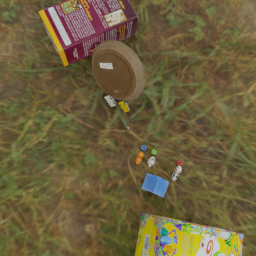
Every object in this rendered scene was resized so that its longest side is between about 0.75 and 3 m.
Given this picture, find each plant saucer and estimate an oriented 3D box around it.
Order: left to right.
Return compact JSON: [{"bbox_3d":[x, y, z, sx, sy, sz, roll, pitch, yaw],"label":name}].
[{"bbox_3d":[-0.347,-1.542,7.913,1.837,1.837,0.271,40,50,9],"label":"plant saucer"}]

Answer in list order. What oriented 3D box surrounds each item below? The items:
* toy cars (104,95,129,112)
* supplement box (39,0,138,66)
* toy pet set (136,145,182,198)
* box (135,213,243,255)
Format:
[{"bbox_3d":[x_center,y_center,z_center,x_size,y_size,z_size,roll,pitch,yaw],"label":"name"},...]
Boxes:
[{"bbox_3d":[-0.315,-0.756,8.372,0.842,0.378,0.186,22,48,-9],"label":"toy cars"},{"bbox_3d":[-1.154,-3.179,8.561,2.570,1.101,1.418,-26,82,-8],"label":"supplement box"},{"bbox_3d":[0.790,1.188,7.735,1.292,0.686,1.207,22,77,4],"label":"toy pet set"},{"bbox_3d":[1.308,3.331,6.495,2.116,1.340,2.197,17,73,-13],"label":"box"}]
